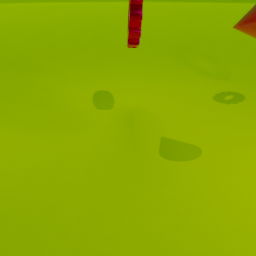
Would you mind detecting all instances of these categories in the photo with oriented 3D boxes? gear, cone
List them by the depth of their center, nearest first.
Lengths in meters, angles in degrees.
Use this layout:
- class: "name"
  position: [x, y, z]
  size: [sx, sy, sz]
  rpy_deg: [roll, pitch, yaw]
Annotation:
- class: "cone"
  position: [2.469, -2.007, 5.302]
  size: [1.209, 1.209, 1.214]
  rpy_deg: [-14, 15, -26]
- class: "gear"
  position: [0.204, -3.496, 8.594]
  size: [0.367, 1.986, 1.986]
  rpy_deg: [2, 27, -2]
